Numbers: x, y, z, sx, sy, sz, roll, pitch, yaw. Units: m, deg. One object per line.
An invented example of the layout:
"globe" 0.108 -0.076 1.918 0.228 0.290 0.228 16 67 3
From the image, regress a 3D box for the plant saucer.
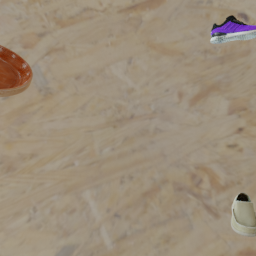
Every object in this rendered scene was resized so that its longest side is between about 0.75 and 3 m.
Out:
"plant saucer" -2.695 -1.106 5.033 1.867 1.867 0.301 35 120 9

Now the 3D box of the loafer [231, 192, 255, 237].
"loafer" 1.401 1.029 3.418 0.287 0.758 0.259 3 106 12

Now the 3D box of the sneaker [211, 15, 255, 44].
"sneaker" 2.813 -2.633 7.292 1.311 0.456 0.652 -1 87 24
